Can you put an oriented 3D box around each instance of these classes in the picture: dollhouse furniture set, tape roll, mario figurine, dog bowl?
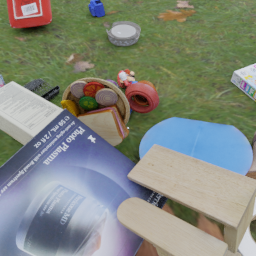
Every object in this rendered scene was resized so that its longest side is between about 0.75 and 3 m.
[{"bbox_3d":[0.874,2.259,5.321,2.072,2.543,2.418,19,50,35],"label":"dollhouse furniture set"},{"bbox_3d":[3.197,2.451,6.385,1.813,0.331,1.813,0,49,-1],"label":"tape roll"},{"bbox_3d":[0.236,-1.563,9.604,0.795,0.926,1.501,-38,62,-14],"label":"mario figurine"},{"bbox_3d":[-0.188,-4.062,12.106,1.473,0.432,1.473,0,48,0],"label":"dog bowl"}]

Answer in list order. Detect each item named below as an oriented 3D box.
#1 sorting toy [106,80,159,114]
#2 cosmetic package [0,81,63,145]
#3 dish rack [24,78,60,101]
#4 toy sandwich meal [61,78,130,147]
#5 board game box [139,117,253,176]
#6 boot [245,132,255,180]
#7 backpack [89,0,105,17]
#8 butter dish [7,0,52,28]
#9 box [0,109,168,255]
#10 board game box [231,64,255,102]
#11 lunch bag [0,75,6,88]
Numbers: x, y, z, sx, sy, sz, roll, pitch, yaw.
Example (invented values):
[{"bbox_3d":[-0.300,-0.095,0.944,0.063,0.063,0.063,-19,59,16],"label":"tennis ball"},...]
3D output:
[{"bbox_3d":[-0.045,-1.075,8.842,2.241,1.346,0.920,11,48,17],"label":"sorting toy"},{"bbox_3d":[-3.052,-0.322,8.464,2.507,0.891,1.319,29,53,23],"label":"cosmetic package"},{"bbox_3d":[-3.060,-1.344,9.730,1.202,0.328,0.922,35,56,21],"label":"dish rack"},{"bbox_3d":[-0.875,-0.341,7.404,2.055,2.055,0.704,6,38,6],"label":"toy sandwich meal"},{"bbox_3d":[1.792,0.711,7.648,2.907,0.566,2.296,10,42,21],"label":"board game box"},{"bbox_3d":[3.742,0.801,7.541,2.816,0.989,2.059,0,40,8],"label":"boot"},{"bbox_3d":[-1.548,-5.848,13.532,0.700,0.677,0.834,-17,51,-11],"label":"backpack"},{"bbox_3d":[-4.321,-5.356,12.716,1.897,1.402,1.891,-7,89,1],"label":"butter dish"},{"bbox_3d":[-1.166,1.677,5.566,2.849,1.770,2.872,38,56,2],"label":"box"},{"bbox_3d":[5.354,-1.734,10.007,2.686,0.460,1.805,-22,52,-18],"label":"board game box"},{"bbox_3d":[-4.884,-1.248,9.380,1.074,0.805,1.266,13,56,14],"label":"lunch bag"}]
